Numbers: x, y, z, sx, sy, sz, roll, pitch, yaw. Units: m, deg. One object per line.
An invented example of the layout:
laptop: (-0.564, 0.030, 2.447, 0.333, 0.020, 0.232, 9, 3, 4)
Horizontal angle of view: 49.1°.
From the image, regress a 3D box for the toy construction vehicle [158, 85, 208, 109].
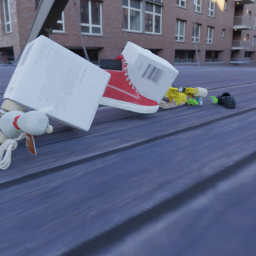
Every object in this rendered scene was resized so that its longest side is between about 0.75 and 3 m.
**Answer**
toy construction vehicle: (1.648, -1.350, 11.645, 2.748, 0.968, 2.393, 15, 12, 41)

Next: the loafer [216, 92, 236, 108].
loafer: (3.972, -1.185, 11.328, 0.537, 0.555, 1.582, 0, 15, 1)

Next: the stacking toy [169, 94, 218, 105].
stacking toy: (2.721, -1.174, 11.744, 1.266, 0.395, 1.679, -10, 20, -28)

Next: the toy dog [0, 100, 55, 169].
toy dog: (-2.129, 0.048, 5.988, 1.014, 1.388, 2.105, 28, 4, -38)

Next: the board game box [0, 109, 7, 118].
board game box: (-4.053, -0.452, 9.206, 0.743, 0.255, 0.899, -11, 18, -42)

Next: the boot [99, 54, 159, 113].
boot: (0.093, -1.377, 8.736, 2.226, 1.606, 0.806, 11, 10, -21)

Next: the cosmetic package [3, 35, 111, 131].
cosmetic package: (-1.838, -1.071, 7.224, 1.963, 1.620, 1.618, 25, -6, -30)

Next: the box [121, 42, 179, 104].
box: (0.458, -1.744, 9.750, 1.738, 1.747, 1.142, 18, 25, -30)
